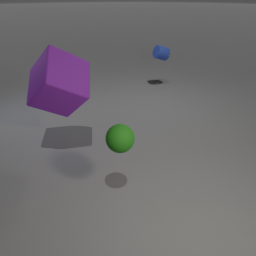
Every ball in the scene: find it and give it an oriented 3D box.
[{"bbox_3d":[-0.188,0.251,6.699,0.700,0.700,0.700,0,28,0],"label":"ball"}]

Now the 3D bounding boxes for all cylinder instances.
[{"bbox_3d":[1.796,-4.046,15.092,0.700,0.700,0.700,7,21,-31],"label":"cylinder"}]

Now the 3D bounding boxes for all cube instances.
[{"bbox_3d":[-2.120,-1.378,8.589,1.400,1.400,1.400,17,57,-36],"label":"cube"}]
